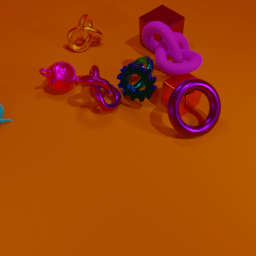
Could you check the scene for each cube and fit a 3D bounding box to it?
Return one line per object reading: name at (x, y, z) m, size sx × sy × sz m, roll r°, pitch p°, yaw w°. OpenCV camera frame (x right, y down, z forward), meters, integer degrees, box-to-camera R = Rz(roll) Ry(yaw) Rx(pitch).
cube at (1.152, -3.365, 9.726) m, size 1.108 × 1.108 × 1.108 m, roll -36°, pitch 60°, yaw -19°
cube at (1.551, -1.009, 8.071) m, size 0.844 × 0.844 × 0.844 m, roll -36°, pitch 60°, yaw -25°

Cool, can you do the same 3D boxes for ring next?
ring at (0.268, -1.593, 8.429) m, size 0.259 × 1.294 × 1.294 m, roll 31°, pitch 42°, yaw -33°
ring at (1.772, -0.525, 7.438) m, size 1.560 × 1.560 × 0.312 m, roll -18°, pitch 10°, yaw -14°

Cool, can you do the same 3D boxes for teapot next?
teapot at (-1.932, -1.595, 8.481) m, size 1.511 × 0.740 × 0.940 m, roll 4°, pitch 71°, yaw -31°
teapot at (-3.703, -0.466, 7.717) m, size 1.082 × 0.673 × 0.530 m, roll 44°, pitch 41°, yaw -7°

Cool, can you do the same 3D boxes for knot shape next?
knot shape at (-1.421, -3.271, 9.827) m, size 1.210 × 1.293 × 0.597 m, roll 1°, pitch 46°, yaw -41°
knot shape at (-0.749, -1.097, 8.049) m, size 0.681 × 1.380 × 1.474 m, roll -40°, pitch 14°, yaw 7°
knot shape at (1.240, -2.402, 8.429) m, size 1.931 × 0.953 × 2.063 m, roll 39°, pitch 26°, yaw -8°

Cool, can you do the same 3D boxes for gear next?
gear at (0.242, -1.257, 7.728) m, size 1.118 × 1.118 × 0.207 m, roll 20°, pitch 42°, yaw 15°
